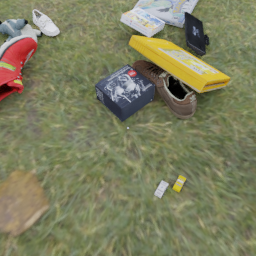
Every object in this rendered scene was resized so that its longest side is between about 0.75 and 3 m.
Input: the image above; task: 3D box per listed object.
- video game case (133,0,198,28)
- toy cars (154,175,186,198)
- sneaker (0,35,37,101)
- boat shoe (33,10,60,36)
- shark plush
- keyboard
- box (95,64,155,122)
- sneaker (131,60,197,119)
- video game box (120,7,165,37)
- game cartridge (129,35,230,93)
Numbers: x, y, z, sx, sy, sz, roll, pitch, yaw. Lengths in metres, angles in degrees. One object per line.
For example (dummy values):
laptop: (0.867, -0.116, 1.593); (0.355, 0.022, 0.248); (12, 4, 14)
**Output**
video game case: (1.674, -5.293, 11.754); (2.219, 0.268, 2.434); (21, 62, 15)
toy cars: (1.113, 1.489, 7.268); (0.960, 0.213, 0.430); (-15, 57, -10)
sneaker: (-3.777, -1.686, 9.026); (1.266, 1.148, 2.982); (30, 71, 10)
boat shoe: (-3.254, -4.098, 10.864); (0.547, 0.535, 1.544); (-40, 64, -22)
shark plush: (-4.366, -3.555, 10.401); (2.337, 1.062, 0.973); (19, 88, 7)
keyboard: (2.533, -3.419, 10.320); (1.202, 0.257, 2.002); (23, 52, -21)
box: (-0.086, -1.118, 8.729); (1.383, 0.720, 1.260); (-37, 65, -22)
sneaker: (1.146, -1.518, 8.803); (0.981, 1.052, 2.784); (-34, 63, -21)
video game box: (0.580, -3.942, 10.382); (1.259, 0.324, 1.382); (31, 40, 9)
game cartridge: (1.688, -2.076, 8.798); (2.710, 0.440, 2.389); (41, 31, 21)
